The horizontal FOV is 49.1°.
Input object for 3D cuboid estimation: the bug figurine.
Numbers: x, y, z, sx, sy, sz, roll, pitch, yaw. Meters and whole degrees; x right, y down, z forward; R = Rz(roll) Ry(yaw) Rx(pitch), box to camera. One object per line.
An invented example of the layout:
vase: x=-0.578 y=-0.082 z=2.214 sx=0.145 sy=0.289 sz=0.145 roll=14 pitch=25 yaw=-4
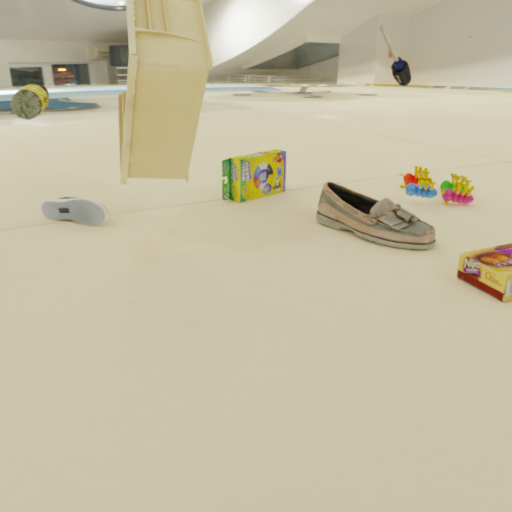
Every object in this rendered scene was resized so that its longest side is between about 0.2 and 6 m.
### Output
bug figurine: x=4.258 y=-1.627 z=13.288 sx=1.724 sy=0.572 sz=2.223 roll=11 pitch=19 yaw=10

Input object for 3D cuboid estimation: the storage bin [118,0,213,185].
storage bin: x=-1.761 y=-3.175 z=9.983 sx=1.280 sy=2.731 sz=2.711 roll=0 pitch=54 yaw=-16

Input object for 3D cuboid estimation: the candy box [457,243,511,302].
candy box: x=4.161 y=0.194 z=8.767 sx=1.704 sy=0.481 sz=0.994 roll=-10 pitch=24 yaw=-20

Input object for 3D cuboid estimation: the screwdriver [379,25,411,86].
screwdriver: x=2.621 y=-3.712 z=10.489 sx=0.378 sy=0.362 sz=2.597 roll=53 pitch=16 yaw=13

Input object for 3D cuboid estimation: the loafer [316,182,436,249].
loafer: x=2.235 y=-0.814 z=10.839 sx=0.947 sy=0.828 sz=2.635 roll=-20 pitch=29 yaw=-41

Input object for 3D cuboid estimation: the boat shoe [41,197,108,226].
boat shoe: x=-3.695 y=-0.977 z=11.721 sx=1.667 sy=0.583 sz=0.552 roll=2 pitch=22 yaw=26

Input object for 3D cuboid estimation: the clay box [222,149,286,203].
clay box: x=-0.036 y=-1.904 z=13.348 sx=1.784 sy=1.025 sz=0.425 roll=-20 pitch=30 yaw=-40

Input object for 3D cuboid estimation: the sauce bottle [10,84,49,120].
sauce bottle: x=-3.351 y=-2.364 z=8.426 sx=0.428 sy=0.428 sz=1.324 roll=-4 pitch=25 yaw=-9
